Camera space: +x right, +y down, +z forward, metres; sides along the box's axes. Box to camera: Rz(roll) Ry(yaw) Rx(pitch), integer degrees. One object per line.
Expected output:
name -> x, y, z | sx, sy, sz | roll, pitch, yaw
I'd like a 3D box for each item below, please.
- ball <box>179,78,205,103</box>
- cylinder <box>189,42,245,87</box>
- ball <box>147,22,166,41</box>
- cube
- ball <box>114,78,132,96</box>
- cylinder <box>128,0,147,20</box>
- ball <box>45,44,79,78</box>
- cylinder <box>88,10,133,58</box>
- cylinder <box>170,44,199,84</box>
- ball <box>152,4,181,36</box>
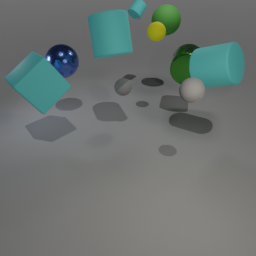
ball -> 1.771, -1.039, 7.749 | 0.700, 0.700, 0.700 | 0, 30, 0
cylinder -> 3.072, -2.139, 9.679 | 1.400, 1.400, 1.400 | 2, 24, 44
ball -> 1.075, -3.640, 10.577 | 0.700, 0.700, 0.700 | 0, 30, 0
cube -> -3.143, -1.586, 9.785 | 1.400, 1.400, 1.400 | -48, 40, -8
ball -> -0.199, -1.641, 11.217 | 0.700, 0.700, 0.700 | 0, 30, 0
cylinder -> 0.456, -5.881, 13.862 | 0.700, 0.700, 0.700 | 24, 79, 36
ball -> -2.787, -2.825, 11.860 | 1.400, 1.400, 1.400 | 0, 30, 0
cylinder -> -0.613, -3.263, 9.844 | 1.400, 1.400, 1.400 | -8, 12, 2
cylinder -> 2.584, -2.758, 12.127 | 1.400, 1.400, 1.400 | 7, 34, 11
ball -> 1.832, -5.174, 13.461 | 1.400, 1.400, 1.400 | 0, 30, 0
